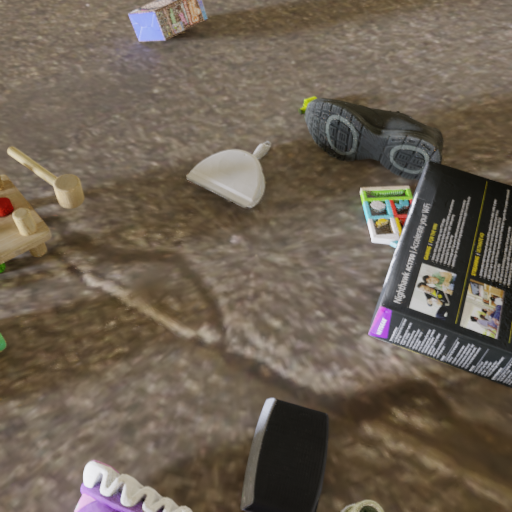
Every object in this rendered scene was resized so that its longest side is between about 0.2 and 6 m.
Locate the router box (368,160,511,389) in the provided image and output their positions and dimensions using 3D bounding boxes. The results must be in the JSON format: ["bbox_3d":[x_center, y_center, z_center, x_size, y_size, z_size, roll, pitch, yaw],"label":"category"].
[{"bbox_3d":[3.535,0.160,8.938,2.580,0.883,3.459,20,53,11],"label":"router box"}]

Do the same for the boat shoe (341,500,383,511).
[{"bbox_3d":[0.922,3.854,5.970,0.899,0.774,2.497,10,50,8],"label":"boat shoe"}]

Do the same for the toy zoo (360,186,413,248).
[{"bbox_3d":[2.482,-0.690,10.190,0.946,0.147,1.441,-3,54,-4],"label":"toy zoo"}]

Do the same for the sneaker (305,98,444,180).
[{"bbox_3d":[2.384,-2.489,11.319,2.905,1.103,1.319,26,44,12],"label":"sneaker"}]

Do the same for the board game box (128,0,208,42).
[{"bbox_3d":[-2.220,-6.060,14.156,1.189,0.722,1.492,19,49,42],"label":"board game box"}]

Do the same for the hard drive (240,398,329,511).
[{"bbox_3d":[0.426,2.618,7.245,1.011,0.317,1.499,16,52,1],"label":"hard drive"}]

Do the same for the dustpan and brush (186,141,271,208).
[{"bbox_3d":[-0.243,-1.742,10.952,1.424,0.584,2.040,28,62,14],"label":"dustpan and brush"}]

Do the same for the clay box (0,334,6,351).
[{"bbox_3d":[-4.625,1.569,8.121,1.867,0.444,1.073,-30,56,-23],"label":"clay box"}]

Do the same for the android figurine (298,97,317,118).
[{"bbox_3d":[1.403,-3.251,12.387,0.871,0.179,0.793,-21,53,-15],"label":"android figurine"}]

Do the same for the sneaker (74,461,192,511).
[{"bbox_3d":[-1.094,3.373,6.322,2.579,1.037,1.140,18,58,20],"label":"sneaker"}]

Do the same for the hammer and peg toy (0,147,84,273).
[{"bbox_3d":[-4.479,-0.670,9.682,2.808,0.990,2.065,-33,55,-25],"label":"hammer and peg toy"}]
